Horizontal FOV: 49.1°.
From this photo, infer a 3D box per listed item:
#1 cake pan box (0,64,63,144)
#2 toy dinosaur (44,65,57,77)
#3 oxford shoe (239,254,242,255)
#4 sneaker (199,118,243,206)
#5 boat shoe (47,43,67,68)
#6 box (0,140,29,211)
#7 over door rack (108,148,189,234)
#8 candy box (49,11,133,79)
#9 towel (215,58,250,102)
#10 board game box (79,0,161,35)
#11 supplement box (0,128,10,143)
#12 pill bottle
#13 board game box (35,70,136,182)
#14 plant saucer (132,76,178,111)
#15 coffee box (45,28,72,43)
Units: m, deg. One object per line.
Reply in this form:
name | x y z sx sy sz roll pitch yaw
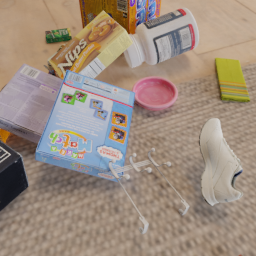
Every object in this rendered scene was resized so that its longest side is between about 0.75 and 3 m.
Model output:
cake pan box | -2.646 -0.672 8.420 2.435 0.637 2.242 22 49 -6
toy dinosaur | -2.687 -1.733 10.062 1.076 0.565 0.977 34 36 -17
oxford shoe | 2.513 3.153 5.905 0.323 0.304 0.864 -34 56 11
sneaker | 2.331 0.785 6.957 0.965 0.825 2.215 -12 67 33
boat shoe | -2.451 -2.963 10.852 0.638 0.583 1.706 32 57 24
box | -4.148 1.159 6.535 2.442 1.517 2.461 32 51 17
over door rack | 0.538 1.364 6.794 1.392 0.627 1.884 -11 56 -31
candy box | -1.329 -2.635 9.738 2.674 0.740 1.544 -42 56 4
towel | 3.721 -1.779 10.133 0.984 0.206 2.286 8 49 0
board game box | -0.268 -5.000 11.356 2.431 2.433 2.432 27 55 21
supplement box | -4.400 -0.175 8.439 1.693 0.622 1.067 8 50 4
pill bottle | 1.114 -3.241 10.362 2.601 1.556 1.556 -22 52 -3
board game box | -1.056 -0.161 7.976 2.260 0.547 2.987 17 51 -11
plant saucer | 0.885 -1.117 9.414 1.525 0.386 1.525 1 50 -1
coffee box | -2.951 -3.944 11.916 1.078 0.237 0.663 -10 50 -8
